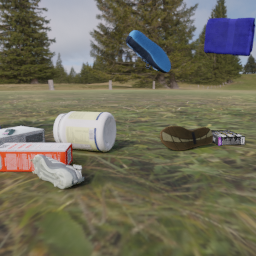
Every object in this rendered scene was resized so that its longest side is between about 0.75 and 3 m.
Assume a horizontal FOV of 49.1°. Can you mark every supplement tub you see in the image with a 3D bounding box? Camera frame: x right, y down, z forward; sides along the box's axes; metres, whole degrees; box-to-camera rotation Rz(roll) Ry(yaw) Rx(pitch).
[{"bbox_3d":[-1.089,0.073,7.169,1.369,0.993,0.993,3,10,20],"label":"supplement tub"}]

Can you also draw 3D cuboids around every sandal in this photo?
[{"bbox_3d":[1.515,0.246,7.389,1.595,0.652,0.435,-6,-5,-25],"label":"sandal"}]

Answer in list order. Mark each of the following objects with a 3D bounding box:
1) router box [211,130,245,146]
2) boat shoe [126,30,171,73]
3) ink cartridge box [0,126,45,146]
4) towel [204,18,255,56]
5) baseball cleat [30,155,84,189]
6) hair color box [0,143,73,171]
[{"bbox_3d":[2.783,0.267,8.167,0.779,0.267,1.045,-1,10,-7],"label":"router box"},{"bbox_3d":[0.835,-3.025,11.259,0.738,2.151,0.905,-20,30,56],"label":"boat shoe"},{"bbox_3d":[-3.649,0.330,7.171,1.962,0.492,2.261,7,13,31],"label":"ink cartridge box"},{"bbox_3d":[3.702,-3.336,10.246,1.748,1.291,0.433,15,23,36],"label":"towel"},{"bbox_3d":[-1.245,0.780,5.066,0.643,0.422,1.209,-1,18,-44],"label":"baseball cleat"},{"bbox_3d":[-1.941,0.587,5.808,1.450,0.444,0.736,1,10,0],"label":"hair color box"}]
